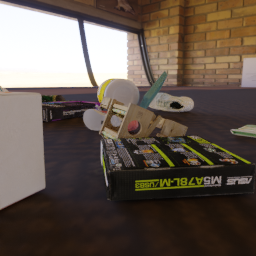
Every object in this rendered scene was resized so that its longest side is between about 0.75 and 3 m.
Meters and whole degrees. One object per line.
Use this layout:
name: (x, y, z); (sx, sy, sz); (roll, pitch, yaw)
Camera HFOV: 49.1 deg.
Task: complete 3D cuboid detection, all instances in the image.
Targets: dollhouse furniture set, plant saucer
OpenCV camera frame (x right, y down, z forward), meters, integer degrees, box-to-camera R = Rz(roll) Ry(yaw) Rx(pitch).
dollhouse furniture set: (0.178, 0.052, 5.951); (1.409, 0.886, 1.593); (21, 2, -25)
plant saucer: (0.985, -1.382, 10.941); (0.256, 0.944, 2.700); (29, 37, 5)

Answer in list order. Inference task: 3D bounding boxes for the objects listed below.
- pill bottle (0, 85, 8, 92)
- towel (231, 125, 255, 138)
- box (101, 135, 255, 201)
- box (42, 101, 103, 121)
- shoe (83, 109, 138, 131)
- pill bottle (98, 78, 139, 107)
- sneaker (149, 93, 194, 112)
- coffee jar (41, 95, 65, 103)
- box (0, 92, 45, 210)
pill bottle: (-5.520, -1.128, 10.704); (1.210, 1.210, 2.184); (3, 10, 14)
towel: (3.258, 0.063, 7.061); (0.974, 0.149, 1.276); (8, 13, 40)
box: (0.517, 0.473, 4.036); (1.758, 0.433, 1.821); (0, 9, -9)
box: (-2.510, -0.692, 10.327); (1.927, 0.486, 2.695); (7, 14, 35)
shoe: (-0.477, -0.180, 7.461); (1.551, 0.554, 0.705); (12, 10, 42)
pill bottle: (-0.505, -1.365, 11.536); (1.364, 1.364, 2.426); (-3, 11, -15)
sneaker: (1.641, -1.068, 11.760); (2.096, 0.737, 0.840); (7, 15, 33)
coffee jar: (-3.492, -1.089, 12.049); (1.516, 0.647, 0.791); (0, 9, 1)
box: (-2.469, 0.188, 3.271); (2.517, 1.227, 1.566); (5, 11, 27)
